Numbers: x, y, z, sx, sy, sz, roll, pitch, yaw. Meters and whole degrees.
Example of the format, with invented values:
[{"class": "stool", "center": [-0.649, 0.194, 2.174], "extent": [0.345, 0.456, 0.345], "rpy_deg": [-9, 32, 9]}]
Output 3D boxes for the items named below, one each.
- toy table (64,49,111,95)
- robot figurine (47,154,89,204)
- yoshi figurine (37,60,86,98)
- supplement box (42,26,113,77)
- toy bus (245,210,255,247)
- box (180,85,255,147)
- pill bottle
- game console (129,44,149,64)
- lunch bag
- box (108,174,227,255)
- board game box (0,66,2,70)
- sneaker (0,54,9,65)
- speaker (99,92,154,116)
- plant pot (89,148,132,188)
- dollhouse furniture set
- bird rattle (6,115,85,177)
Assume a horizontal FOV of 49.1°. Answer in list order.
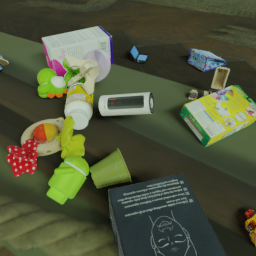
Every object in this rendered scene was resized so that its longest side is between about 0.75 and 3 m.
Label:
[{"class": "toy table", "center": [-1.561, -2.196, 10.648], "extent": [1.651, 1.796, 1.052], "rpy_deg": [49, 54, 3]}, {"class": "robot figurine", "center": [-1.685, 1.425, 8.034], "extent": [0.841, 1.275, 1.454], "rpy_deg": [29, 71, 9]}, {"class": "yoshi figurine", "center": [-2.723, -2.275, 12.104], "extent": [2.742, 1.541, 1.535], "rpy_deg": [-27, 32, -24]}, {"class": "supplement box", "center": [-2.393, -3.712, 13.560], "extent": [2.989, 1.513, 1.545], "rpy_deg": [-20, 45, -21]}, {"class": "toy bus", "center": [3.351, 2.517, 7.224], "extent": [0.896, 0.608, 0.860], "rpy_deg": [-27, 35, -24]}, {"class": "box", "center": [3.502, -0.561, 10.324], "extent": [2.789, 0.675, 1.636], "rpy_deg": [-22, 63, -21]}, {"class": "pill bottle", "center": [-1.852, -0.820, 10.624], "extent": [1.033, 1.033, 1.832], "rpy_deg": [-2, 41, -3]}, {"class": "game console", "center": [0.591, -3.807, 14.367], "extent": [0.898, 0.594, 1.021], "rpy_deg": [10, 43, 11]}, {"class": "lunch bag", "center": [4.026, -3.462, 13.970], "extent": [1.628, 0.766, 1.225], "rpy_deg": [-13, 39, -28]}, {"class": "box", "center": [0.796, 2.642, 6.367], "extent": [1.989, 1.435, 2.680], "rpy_deg": [-9, 42, -11]}, {"class": "board game box", "center": [-6.856, -2.983, 13.484], "extent": [1.049, 0.267, 1.549], "rpy_deg": [-38, 53, -17]}, {"class": "sneaker", "center": [-6.352, -3.462, 14.170], "extent": [0.960, 0.337, 0.521], "rpy_deg": [11, 44, 16]}, {"class": "speaker", "center": [-0.061, -0.792, 9.459], "extent": [1.791, 0.727, 0.727], "rpy_deg": [-1, 39, 19]}, {"class": "plant pot", "center": [-0.570, 1.290, 8.352], "extent": [1.039, 1.094, 1.094], "rpy_deg": [-21, 44, -6]}, {"class": "dollhouse furniture set", "center": [3.153, -1.471, 10.892], "extent": [1.384, 1.746, 1.239], "rpy_deg": [12, 47, 10]}, {"class": "bird rattle", "center": [-2.736, 0.491, 9.269], "extent": [2.512, 1.415, 2.048], "rpy_deg": [-23, 39, -6]}]
